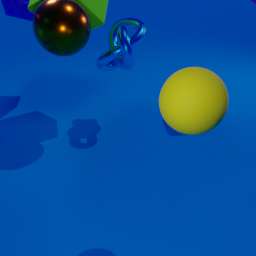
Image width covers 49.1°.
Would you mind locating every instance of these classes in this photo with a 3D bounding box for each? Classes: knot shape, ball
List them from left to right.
[{"bbox_3d":[-1.449,-2.222,6.186,1.247,1.247,1.247,0,33,0],"label":"ball"},{"bbox_3d":[-0.135,-2.264,7.468,0.784,1.589,1.698,26,-15,-20],"label":"knot shape"},{"bbox_3d":[0.826,-0.340,3.562,0.855,0.855,0.855,0,33,0],"label":"ball"}]

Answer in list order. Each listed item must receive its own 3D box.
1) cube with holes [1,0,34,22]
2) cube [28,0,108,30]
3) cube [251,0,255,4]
[{"bbox_3d":[-2.946,-4.045,8.232,1.180,1.180,1.180,12,67,-5],"label":"cube with holes"},{"bbox_3d":[-1.426,-3.313,7.044,1.351,1.351,1.351,-8,64,36],"label":"cube"},{"bbox_3d":[3.406,-3.617,7.086,0.822,0.822,0.822,22,36,-21],"label":"cube"}]
